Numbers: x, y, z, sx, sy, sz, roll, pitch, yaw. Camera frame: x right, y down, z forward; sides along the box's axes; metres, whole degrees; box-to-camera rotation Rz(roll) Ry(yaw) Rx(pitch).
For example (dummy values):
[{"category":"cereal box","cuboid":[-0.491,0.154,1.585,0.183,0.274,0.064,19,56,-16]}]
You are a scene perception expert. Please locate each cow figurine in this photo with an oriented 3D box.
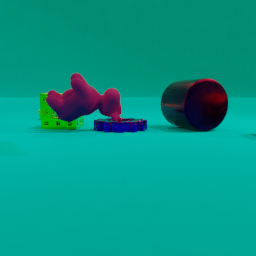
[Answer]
[{"category":"cow figurine","cuboid":[-1.063,-0.603,7.434,1.728,1.700,0.949,-34,26,5]}]

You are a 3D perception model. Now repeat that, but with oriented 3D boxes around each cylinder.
[{"category":"cylinder","cuboid":[1.826,-0.668,7.891,1.383,1.383,1.383,-3,7,-20]}]

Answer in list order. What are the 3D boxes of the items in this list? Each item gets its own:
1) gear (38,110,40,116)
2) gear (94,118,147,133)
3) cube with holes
[{"category":"gear","cuboid":[-2.864,-0.639,11.078,1.267,0.234,1.267,-2,23,1]},{"category":"gear","cuboid":[-0.210,-0.096,7.868,1.472,0.272,1.472,0,7,0]},{"category":"cube with holes","cuboid":[-1.919,-0.521,8.294,1.010,1.010,1.010,1,7,4]}]
